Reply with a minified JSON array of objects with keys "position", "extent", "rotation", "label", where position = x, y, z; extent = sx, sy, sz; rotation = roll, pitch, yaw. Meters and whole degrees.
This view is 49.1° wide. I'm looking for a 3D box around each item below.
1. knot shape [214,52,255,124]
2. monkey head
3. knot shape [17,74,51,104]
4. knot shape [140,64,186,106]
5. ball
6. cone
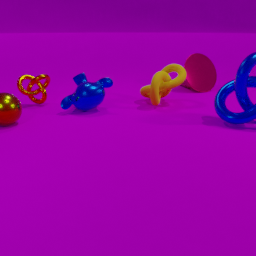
[{"position":[3.186,-0.829,7.345],"extent":[1.861,1.989,0.919],"rotation":[-25,5,20],"label":"knot shape"},{"position":[-1.303,-1.161,8.580],"extent":[1.710,1.230,1.031],"rotation":[-27,0,-2],"label":"monkey head"},{"position":[-2.932,-1.364,9.043],"extent":[1.005,1.074,0.496],"rotation":[-41,36,-3],"label":"knot shape"},{"position":[1.200,-1.492,9.264],"extent":[1.585,0.783,1.694],"rotation":[-42,1,2],"label":"knot shape"},{"position":[-3.251,-0.495,7.368],"extent":[0.880,0.880,0.880],"rotation":[0,21,0],"label":"ball"},{"position":[2.567,-2.088,11.807],"extent":[1.603,1.603,1.609],"rotation":[-10,-4,-25],"label":"cone"}]
